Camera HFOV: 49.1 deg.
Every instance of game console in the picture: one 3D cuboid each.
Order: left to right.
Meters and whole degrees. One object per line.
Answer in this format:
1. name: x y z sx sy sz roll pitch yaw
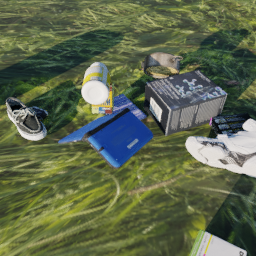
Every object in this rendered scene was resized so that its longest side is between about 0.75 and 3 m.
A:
1. game console: -0.738 0.397 10.064 2.182 1.512 2.556 46 42 7

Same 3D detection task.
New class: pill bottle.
1. pill bottle: -1.050 -1.581 9.529 0.894 0.894 1.595 0 39 0

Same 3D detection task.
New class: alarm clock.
1. alarm clock: 1.532 -2.668 11.638 1.526 0.753 2.263 10 -6 -24

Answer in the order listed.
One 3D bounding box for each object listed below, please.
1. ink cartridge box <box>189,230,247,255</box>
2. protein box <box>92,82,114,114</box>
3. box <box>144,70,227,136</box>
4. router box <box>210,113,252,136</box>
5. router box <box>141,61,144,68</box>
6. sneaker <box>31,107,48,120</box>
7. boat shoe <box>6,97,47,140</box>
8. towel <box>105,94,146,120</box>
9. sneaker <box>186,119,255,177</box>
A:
1. ink cartridge box: 2.444 3.745 6.482 2.323 0.880 1.717 20 47 22
2. protein box: -0.977 -1.225 11.099 0.779 1.147 1.155 1 13 0
3. box: 2.221 -1.073 11.240 2.573 1.378 1.910 -16 46 -19
4. router box: 4.157 -0.002 10.852 1.586 0.405 1.183 -7 43 -7
5. router box: 1.398 -3.096 14.241 0.927 0.317 1.243 -22 47 -22
6. sneaker: -3.766 -0.588 11.544 0.846 0.319 0.481 17 43 14
7. boat shoe: -4.052 -0.450 11.011 0.913 0.845 2.473 -27 50 -26
8. towel: -0.275 -0.772 11.823 1.368 0.225 1.890 -23 47 -24
9. sneaker: 3.546 0.513 9.615 2.943 1.106 1.691 17 58 11
